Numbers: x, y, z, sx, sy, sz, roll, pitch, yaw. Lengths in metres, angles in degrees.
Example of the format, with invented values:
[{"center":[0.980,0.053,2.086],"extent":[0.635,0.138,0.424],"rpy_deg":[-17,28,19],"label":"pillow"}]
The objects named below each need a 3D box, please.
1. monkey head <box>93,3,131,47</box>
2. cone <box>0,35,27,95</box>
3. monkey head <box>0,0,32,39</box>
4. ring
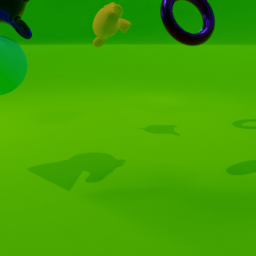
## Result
[{"center":[-0.412,-2.726,7.404],"extent":[0.975,1.356,0.817],"rpy_deg":[23,47,-20],"label":"monkey head"},{"center":[-2.436,-1.246,4.782],"extent":[1.194,1.194,1.199],"rpy_deg":[-4,-3,-12],"label":"cone"},{"center":[-2.449,-2.335,4.958],"extent":[1.837,1.107,1.322],"rpy_deg":[35,40,-23],"label":"monkey head"},{"center":[1.072,-1.982,4.977],"extent":[1.102,1.102,0.220],"rpy_deg":[-8,-7,-23],"label":"ring"}]
